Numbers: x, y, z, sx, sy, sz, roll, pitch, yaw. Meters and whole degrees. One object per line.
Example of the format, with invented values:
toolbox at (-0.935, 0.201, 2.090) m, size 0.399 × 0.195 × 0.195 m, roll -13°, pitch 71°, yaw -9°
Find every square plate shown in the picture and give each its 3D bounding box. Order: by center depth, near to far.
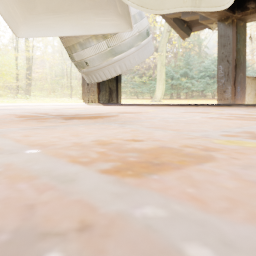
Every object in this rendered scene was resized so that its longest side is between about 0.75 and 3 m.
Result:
square plate at (-1.378, -2.741, 5.163) m, size 2.750 × 0.391 × 2.724 m, roll -1°, pitch -23°, yaw 7°

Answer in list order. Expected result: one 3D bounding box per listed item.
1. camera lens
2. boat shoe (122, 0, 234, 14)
camera lens at (-0.814, -2.956, 7.298) m, size 2.329 × 2.912 × 2.329 m, roll -22°, pitch 24°, yaw 10°
boat shoe at (0.741, -2.203, 4.521) m, size 1.848 × 0.664 × 0.550 m, roll 4°, pitch 26°, yaw 4°
